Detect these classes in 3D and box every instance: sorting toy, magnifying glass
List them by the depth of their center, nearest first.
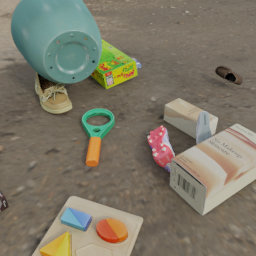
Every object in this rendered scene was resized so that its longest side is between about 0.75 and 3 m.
[{"bbox_3d":[-0.420,2.295,5.430,2.598,0.382,1.921,12,38,17],"label":"sorting toy"},{"bbox_3d":[-0.957,0.172,8.447,1.041,0.293,2.616,0,37,0],"label":"magnifying glass"}]

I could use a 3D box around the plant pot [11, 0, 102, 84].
[{"bbox_3d":[-2.207,-2.848,9.425,2.913,2.913,2.338,-16,47,-21],"label":"plant pot"}]

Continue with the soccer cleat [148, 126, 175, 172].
[{"bbox_3d":[0.961,0.543,7.782,0.609,0.698,1.826,-31,19,12],"label":"soccer cleat"}]

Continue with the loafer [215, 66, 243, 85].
[{"bbox_3d":[3.880,-2.101,10.904,0.451,0.464,1.269,-1,30,-43],"label":"loafer"}]

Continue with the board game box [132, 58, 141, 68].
[{"bbox_3d":[-0.080,-2.860,12.659,1.154,0.199,0.781,-14,38,-19],"label":"board game box"}]

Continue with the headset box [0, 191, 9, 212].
[{"bbox_3d":[-3.335,1.719,6.220,1.024,0.384,0.761,-30,45,-34],"label":"headset box"}]

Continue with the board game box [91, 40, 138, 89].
[{"bbox_3d":[-1.018,-2.810,11.976,1.492,0.699,2.937,-28,43,-18],"label":"board game box"}]

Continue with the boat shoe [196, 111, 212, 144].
[{"bbox_3d":[2.087,0.121,7.726,0.419,0.380,1.139,8,78,0],"label":"boat shoe"}]

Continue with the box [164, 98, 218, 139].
[{"bbox_3d":[1.929,-0.278,8.764,0.742,0.608,1.563,-27,44,-32],"label":"box"}]

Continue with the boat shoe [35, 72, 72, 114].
[{"bbox_3d":[-2.806,-1.346,10.047,0.957,0.819,2.613,-22,41,-27],"label":"boat shoe"}]

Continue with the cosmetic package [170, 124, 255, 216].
[{"bbox_3d":[2.234,0.906,6.750,2.265,0.988,1.171,-24,41,-27],"label":"cosmetic package"}]
